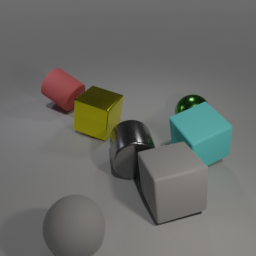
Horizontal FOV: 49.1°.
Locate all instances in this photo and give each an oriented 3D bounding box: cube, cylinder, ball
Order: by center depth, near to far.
[{"bbox_3d":[-1.214,2.233,6.374,1.400,1.400,1.400,0,31,0],"label":"ball"},{"bbox_3d":[1.162,1.401,7.486,1.400,1.400,1.400,-12,27,-10],"label":"cube"},{"bbox_3d":[0.154,0.665,8.965,1.400,1.400,1.400,-4,32,-6],"label":"cylinder"},{"bbox_3d":[2.319,0.276,9.079,1.400,1.400,1.400,-24,45,-9],"label":"cube"},{"bbox_3d":[-1.139,-0.603,10.892,1.400,1.400,1.400,19,36,14],"label":"cube"},{"bbox_3d":[2.562,-0.637,11.143,1.400,1.400,1.400,0,31,0],"label":"ball"},{"bbox_3d":[-2.848,-1.698,12.375,1.400,1.400,1.400,34,39,7],"label":"cylinder"}]
